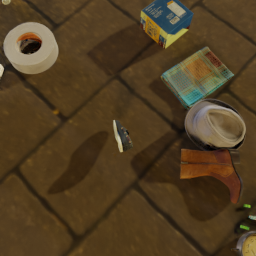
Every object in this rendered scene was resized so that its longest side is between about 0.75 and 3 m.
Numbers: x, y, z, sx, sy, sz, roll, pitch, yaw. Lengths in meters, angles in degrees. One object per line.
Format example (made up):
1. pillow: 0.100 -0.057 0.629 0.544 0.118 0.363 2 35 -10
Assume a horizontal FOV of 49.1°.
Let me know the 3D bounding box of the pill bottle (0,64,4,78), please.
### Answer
1. pill bottle: -5.862 -1.376 10.748 1.520 1.520 2.658 13 72 5

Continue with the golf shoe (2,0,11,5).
1. golf shoe: -5.738 -6.134 13.026 0.516 0.415 1.061 -6 65 16

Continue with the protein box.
1. protein box: 1.635 -4.642 12.094 1.571 1.068 1.583 -41 76 -12

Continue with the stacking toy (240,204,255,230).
1. stacking toy: 4.592 3.224 9.868 1.135 0.267 0.856 13 72 5

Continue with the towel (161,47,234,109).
1. towel: 2.886 -2.161 11.683 2.555 0.277 1.874 -35 75 -11

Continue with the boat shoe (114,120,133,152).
1. boat shoe: -0.218 0.255 10.355 0.507 0.592 1.620 -12 39 -9

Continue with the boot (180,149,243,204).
1. boot: 2.980 1.730 10.163 2.128 0.729 2.003 -2 84 6

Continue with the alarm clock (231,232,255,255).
1. alarm clock: 4.479 4.059 9.397 1.869 0.622 1.260 -27 73 -7

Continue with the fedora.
1. fedora: 3.379 -0.100 10.418 2.356 1.064 2.084 43 83 6

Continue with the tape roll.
1. tape roll: -4.084 -3.387 11.870 2.122 0.701 2.122 0 72 0
